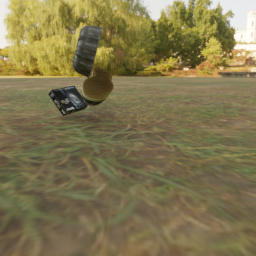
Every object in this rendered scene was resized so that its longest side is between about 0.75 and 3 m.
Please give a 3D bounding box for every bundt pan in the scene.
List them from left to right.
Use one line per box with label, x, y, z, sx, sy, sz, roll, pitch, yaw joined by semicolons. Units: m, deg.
bundt pan;-1.533;-2.834;10.199;0.730;1.946;1.946;15;9;-13

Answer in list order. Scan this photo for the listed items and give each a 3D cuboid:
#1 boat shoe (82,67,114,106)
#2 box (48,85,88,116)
boat shoe;-0.894;-1.120;8.368;0.880;0.779;2.404;17;27;-3
box;-1.858;-0.873;8.781;0.228;0.840;1.048;-39;-7;33
